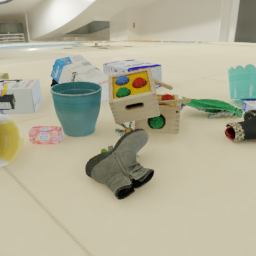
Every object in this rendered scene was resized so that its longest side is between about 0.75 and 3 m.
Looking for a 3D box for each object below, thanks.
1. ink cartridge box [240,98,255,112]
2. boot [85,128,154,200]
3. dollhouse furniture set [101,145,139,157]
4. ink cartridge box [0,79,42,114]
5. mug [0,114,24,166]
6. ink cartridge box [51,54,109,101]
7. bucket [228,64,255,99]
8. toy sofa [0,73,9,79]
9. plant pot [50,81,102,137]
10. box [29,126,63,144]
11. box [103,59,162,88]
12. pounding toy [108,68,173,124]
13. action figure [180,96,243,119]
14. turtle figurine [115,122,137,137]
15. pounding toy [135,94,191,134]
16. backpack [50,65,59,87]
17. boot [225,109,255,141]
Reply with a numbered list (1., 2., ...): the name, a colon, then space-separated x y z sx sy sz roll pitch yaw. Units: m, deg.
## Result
1. ink cartridge box: 6.323 -0.804 12.739 1.488 0.523 2.494 -3 25 -7
2. boot: 0.153 1.016 7.990 1.612 0.835 2.467 25 45 38
3. dollhouse furniture set: -0.278 0.770 8.954 1.227 0.474 0.613 -15 27 -32
4. ink cartridge box: -5.896 -1.578 13.645 2.958 1.225 2.156 -3 23 -6
5. mug: -4.459 0.498 8.861 1.599 1.948 1.560 -1 53 20
6. ink cartridge box: -2.309 -2.523 14.611 2.713 1.144 1.980 41 35 12
7. bucket: 6.281 -2.278 14.136 2.471 1.608 2.471 -1 5 0
8. toy sofa: -7.638 -2.347 15.723 1.273 1.081 2.610 -1 22 -5
9. plant pot: -1.927 -0.691 10.764 1.903 1.788 1.903 1 23 0
10. box: -2.971 0.256 10.152 1.073 0.508 0.551 0 22 1
11. box: 0.258 -3.288 17.472 2.579 1.471 2.804 -19 30 -37
12. pounding toy: 0.461 -1.542 9.812 2.179 1.135 2.480 -11 43 6
13. action figure: 3.786 -0.903 12.654 2.787 0.762 1.646 10 22 6
14. turtle figurine: -0.059 0.082 10.688 0.936 0.471 0.701 21 71 44
15. pounding toy: 1.326 -0.744 11.174 2.043 1.578 2.220 2 22 6
16. backpack: -3.610 -2.662 16.025 1.222 1.611 1.930 -10 30 -32
17. boot: 4.487 -0.134 10.741 1.684 0.805 2.230 -4 22 -3
